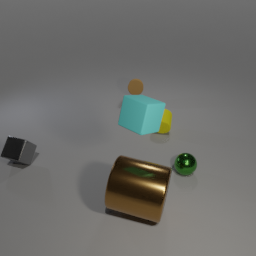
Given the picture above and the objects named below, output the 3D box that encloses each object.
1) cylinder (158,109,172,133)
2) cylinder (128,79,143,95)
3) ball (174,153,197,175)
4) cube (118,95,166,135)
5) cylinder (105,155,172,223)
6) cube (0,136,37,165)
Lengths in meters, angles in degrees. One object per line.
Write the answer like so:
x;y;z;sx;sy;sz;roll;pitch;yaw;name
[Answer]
1.327;-0.270;10.809;0.700;0.700;0.700;6;51;10;cylinder
0.355;-1.878;12.802;0.700;0.700;0.700;1;15;3;cylinder
1.788;1.116;8.689;0.700;0.700;0.700;0;30;0;ball
0.307;-0.315;6.306;0.700;0.700;0.700;25;21;35;cube
0.288;1.524;7.125;1.400;1.400;1.400;13;32;12;cylinder
-3.515;0.739;9.049;0.700;0.700;0.700;11;74;15;cube
